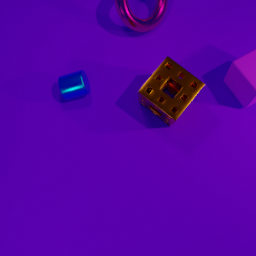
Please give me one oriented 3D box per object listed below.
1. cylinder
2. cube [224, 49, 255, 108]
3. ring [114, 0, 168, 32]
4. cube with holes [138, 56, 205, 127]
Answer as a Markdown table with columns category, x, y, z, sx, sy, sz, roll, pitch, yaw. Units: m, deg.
| category | x | y | z | sx | sy | sz | roll | pitch | yaw |
| --- | --- | --- | --- | --- | --- | --- | --- | --- | --- |
| cylinder | -1.550 | -1.250 | 8.152 | 0.723 | 0.723 | 0.723 | -14 | 75 | 8 |
| cube | 3.658 | -1.462 | 8.068 | 1.121 | 1.121 | 1.121 | -29 | 71 | -5 |
| ring | 0.450 | -3.995 | 8.587 | 2.005 | 2.005 | 0.401 | -50 | 38 | -12 |
| cube with holes | 1.151 | -0.962 | 7.844 | 1.240 | 1.240 | 1.240 | 39 | 86 | 6 |
